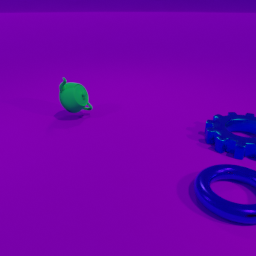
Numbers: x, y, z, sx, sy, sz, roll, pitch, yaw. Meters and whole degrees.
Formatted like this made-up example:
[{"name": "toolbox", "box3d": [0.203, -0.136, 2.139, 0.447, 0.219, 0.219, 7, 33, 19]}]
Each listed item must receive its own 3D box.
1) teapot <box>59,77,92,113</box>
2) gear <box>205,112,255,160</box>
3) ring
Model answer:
[{"name": "teapot", "box3d": [-1.400, -0.848, 7.350, 0.645, 1.317, 0.819, -14, 51, 29]}, {"name": "gear", "box3d": [2.602, 0.132, 6.232, 1.707, 0.316, 1.707, -1, 27, 1]}, {"name": "ring", "box3d": [1.730, 0.999, 4.474, 1.337, 0.267, 1.337, 0, 25, 0]}]
